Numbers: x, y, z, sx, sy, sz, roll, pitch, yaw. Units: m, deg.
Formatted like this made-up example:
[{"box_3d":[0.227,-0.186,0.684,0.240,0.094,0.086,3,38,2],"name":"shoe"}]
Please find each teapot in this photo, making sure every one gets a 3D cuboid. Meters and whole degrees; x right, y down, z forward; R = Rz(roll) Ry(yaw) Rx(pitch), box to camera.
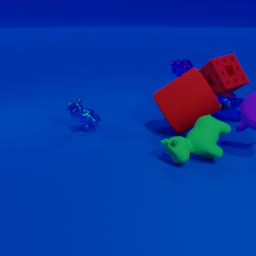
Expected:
[{"box_3d":[3.035,-0.380,6.232,0.711,1.452,0.903,25,31,-54],"name":"teapot"}]

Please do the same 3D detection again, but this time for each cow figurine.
[{"box_3d":[-1.291,-0.436,8.150,0.552,0.990,1.007,-34,6,15],"name":"cow figurine"},{"box_3d":[1.650,-1.875,8.625,0.531,0.952,0.967,-11,-20,-10],"name":"cow figurine"},{"box_3d":[2.829,-0.816,9.258,1.680,0.937,1.707,3,17,-10],"name":"cow figurine"},{"box_3d":[1.524,0.238,6.418,1.343,1.365,0.749,25,-13,-5],"name":"cow figurine"}]

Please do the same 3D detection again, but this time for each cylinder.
[{"box_3d":[1.626,-0.736,7.807,1.371,1.371,1.371,-33,18,13],"name":"cylinder"}]

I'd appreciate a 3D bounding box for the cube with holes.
[{"box_3d":[3.406,-1.823,10.414,1.212,1.212,1.212,-19,-11,-28],"name":"cube with holes"}]
